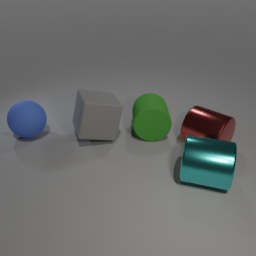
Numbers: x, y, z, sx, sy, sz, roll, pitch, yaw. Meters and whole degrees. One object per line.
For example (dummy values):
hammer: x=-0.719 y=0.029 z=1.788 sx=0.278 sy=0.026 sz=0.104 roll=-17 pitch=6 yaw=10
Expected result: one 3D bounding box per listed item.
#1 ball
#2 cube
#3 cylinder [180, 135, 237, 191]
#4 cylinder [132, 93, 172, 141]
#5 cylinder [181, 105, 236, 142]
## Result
ball: x=-3.762 y=-0.336 z=10.454 sx=1.400 sy=1.400 sz=1.400 roll=0 pitch=29 yaw=0
cube: x=-1.155 y=-0.491 z=10.275 sx=1.400 sy=1.400 sz=1.400 roll=4 pitch=25 yaw=-22
cylinder: x=2.321 y=0.988 z=8.164 sx=1.400 sy=1.400 sz=1.400 roll=9 pitch=31 yaw=16
cylinder: x=0.874 y=-0.432 z=10.685 sx=1.400 sy=1.400 sz=1.400 roll=0 pitch=29 yaw=0
cylinder: x=2.798 y=0.069 z=9.808 sx=1.400 sy=1.400 sz=1.400 roll=25 pitch=38 yaw=35
